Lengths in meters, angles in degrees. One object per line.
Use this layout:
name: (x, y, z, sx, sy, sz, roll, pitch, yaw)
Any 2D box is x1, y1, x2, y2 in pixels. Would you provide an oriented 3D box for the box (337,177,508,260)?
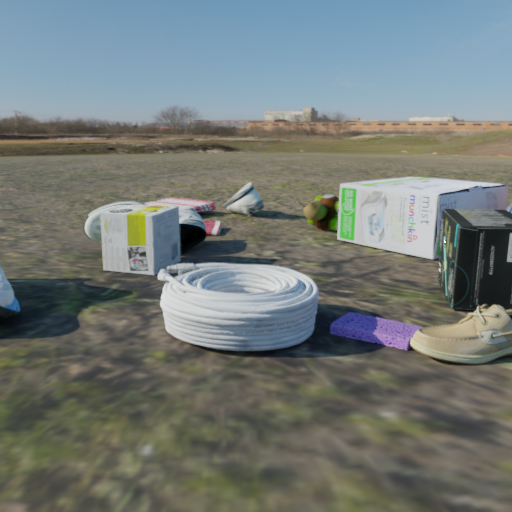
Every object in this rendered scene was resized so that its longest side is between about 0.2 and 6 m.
box: (3.643, -0.971, 12.263, 2.816, 1.362, 2.485, -11, 18, -40)

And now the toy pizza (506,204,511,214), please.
toy pizza: (5.816, -0.450, 10.568, 2.198, 0.348, 2.198, -5, 47, 5)

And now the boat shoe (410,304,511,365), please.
boat shoe: (2.641, 0.824, 6.355, 1.825, 0.593, 0.658, -2, 13, -7)

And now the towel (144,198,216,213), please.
towel: (-2.542, -1.262, 15.891, 1.766, 0.361, 2.413, 9, 19, 36)

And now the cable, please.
cable: (-0.205, 0.616, 7.075, 1.986, 0.688, 1.986, -2, 14, -14)

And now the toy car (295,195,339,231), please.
toy car: (1.476, -1.170, 13.443, 1.143, 0.902, 0.939, 23, -4, -41)

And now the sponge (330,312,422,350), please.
sponge: (1.491, 0.921, 6.927, 1.013, 0.151, 0.565, 9, 15, 33)

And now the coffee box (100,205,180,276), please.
coffee box: (-2.081, -0.325, 10.174, 1.060, 1.072, 1.070, 4, 14, 18)

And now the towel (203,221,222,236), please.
towel: (-1.604, -0.673, 13.542, 1.488, 0.169, 1.072, 1, 17, 1)

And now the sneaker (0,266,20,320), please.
sneaker: (-4.228, 0.072, 7.907, 1.201, 1.388, 3.203, -8, 17, -35)

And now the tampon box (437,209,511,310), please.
tampon box: (3.373, 0.013, 8.365, 1.039, 1.234, 1.646, 2, 13, 10)

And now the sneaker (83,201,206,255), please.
sneaker: (-2.238, -0.579, 11.492, 2.554, 0.964, 1.470, -1, 11, -15)

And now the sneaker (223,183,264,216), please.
sneaker: (-0.362, -1.462, 16.039, 0.745, 0.785, 1.950, -46, 9, -13)
